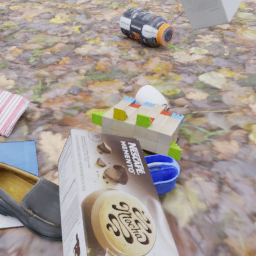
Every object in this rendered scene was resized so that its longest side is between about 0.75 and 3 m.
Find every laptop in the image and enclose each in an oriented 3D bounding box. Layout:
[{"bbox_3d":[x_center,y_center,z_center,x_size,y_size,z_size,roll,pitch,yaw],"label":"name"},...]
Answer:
[{"bbox_3d":[-2.919,1.264,6.302,1.615,0.999,1.724,-5,40,-5],"label":"laptop"}]

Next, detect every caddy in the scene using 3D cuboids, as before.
[{"bbox_3d":[0.610,1.089,6.775,1.272,0.668,0.899,-8,39,-10],"label":"caddy"}]

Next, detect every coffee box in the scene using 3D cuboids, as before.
[{"bbox_3d":[-0.351,1.484,5.312,1.619,1.143,2.864,10,41,-26],"label":"coffee box"}]

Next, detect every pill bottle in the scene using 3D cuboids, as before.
[{"bbox_3d":[0.935,-4.716,13.256,1.395,1.395,2.627,-29,47,-31],"label":"pill bottle"}]

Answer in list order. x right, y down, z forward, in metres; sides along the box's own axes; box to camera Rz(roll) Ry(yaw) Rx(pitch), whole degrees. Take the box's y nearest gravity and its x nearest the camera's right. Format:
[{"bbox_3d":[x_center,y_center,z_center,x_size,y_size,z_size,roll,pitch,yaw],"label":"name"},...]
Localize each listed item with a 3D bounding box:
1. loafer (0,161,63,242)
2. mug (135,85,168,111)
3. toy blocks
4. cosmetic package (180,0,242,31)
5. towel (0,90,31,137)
[{"bbox_3d":[-1.886,1.519,5.870,2.837,1.025,1.033,16,41,8],"label":"loafer"},{"bbox_3d":[0.897,-0.820,9.123,1.048,0.774,0.919,5,32,-47],"label":"mug"},{"bbox_3d":[0.519,-0.161,8.054,2.588,1.293,1.769,17,31,19],"label":"toy blocks"},{"bbox_3d":[2.004,-3.279,6.889,1.024,1.241,1.023,5,51,45],"label":"cosmetic package"},{"bbox_3d":[-4.119,-0.548,8.816,1.864,0.279,1.364,18,65,21],"label":"towel"}]
